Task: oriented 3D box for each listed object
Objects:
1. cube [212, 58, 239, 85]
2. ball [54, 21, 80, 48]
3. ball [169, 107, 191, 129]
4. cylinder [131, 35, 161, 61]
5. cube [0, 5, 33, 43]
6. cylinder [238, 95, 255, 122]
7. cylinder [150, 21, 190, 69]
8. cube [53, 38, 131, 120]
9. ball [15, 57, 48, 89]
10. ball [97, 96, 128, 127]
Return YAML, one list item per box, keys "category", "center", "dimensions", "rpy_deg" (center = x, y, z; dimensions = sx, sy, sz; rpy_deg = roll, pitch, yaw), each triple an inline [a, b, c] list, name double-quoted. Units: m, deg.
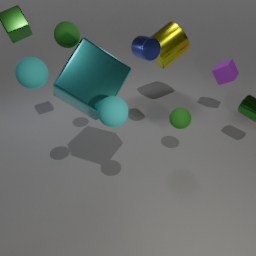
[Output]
- category: "cube"
  center: [3.930, -2.259, 11.294]
  dimensions: [0.700, 0.700, 0.700]
  rpy_deg: [-15, 23, 43]
- category: "ball"
  center: [-1.667, -2.547, 7.657]
  dimensions: [0.700, 0.700, 0.700]
  rpy_deg: [0, 33, 0]
- category: "ball"
  center: [1.687, -0.316, 9.036]
  dimensions: [0.700, 0.700, 0.700]
  rpy_deg: [0, 33, 0]
- category: "cylinder"
  center: [0.560, -2.517, 8.813]
  dimensions: [0.700, 0.700, 0.700]
  rpy_deg: [-16, 28, -22]
- category: "cube"
  center: [-3.499, -3.208, 8.702]
  dimensions: [0.700, 0.700, 0.700]
  rpy_deg: [-30, -2, -12]
- category: "cylinder"
  center: [4.261, -0.669, 9.559]
  dimensions: [0.700, 0.700, 0.700]
  rpy_deg: [-23, 48, -31]
- category: "cylinder"
  center: [1.606, -3.433, 11.667]
  dimensions: [1.400, 1.400, 1.400]
  rpy_deg: [-38, 39, 0]
- category: "cube"
  center: [-0.980, -1.187, 7.289]
  dimensions: [1.400, 1.400, 1.400]
  rpy_deg: [31, -10, -11]
- category: "ball"
  center: [-2.142, -1.227, 6.239]
  dimensions: [0.700, 0.700, 0.700]
  rpy_deg: [0, 33, 0]
- category: "ball"
  center: [-0.342, -0.369, 6.321]
  dimensions: [0.700, 0.700, 0.700]
  rpy_deg: [0, 33, 0]
